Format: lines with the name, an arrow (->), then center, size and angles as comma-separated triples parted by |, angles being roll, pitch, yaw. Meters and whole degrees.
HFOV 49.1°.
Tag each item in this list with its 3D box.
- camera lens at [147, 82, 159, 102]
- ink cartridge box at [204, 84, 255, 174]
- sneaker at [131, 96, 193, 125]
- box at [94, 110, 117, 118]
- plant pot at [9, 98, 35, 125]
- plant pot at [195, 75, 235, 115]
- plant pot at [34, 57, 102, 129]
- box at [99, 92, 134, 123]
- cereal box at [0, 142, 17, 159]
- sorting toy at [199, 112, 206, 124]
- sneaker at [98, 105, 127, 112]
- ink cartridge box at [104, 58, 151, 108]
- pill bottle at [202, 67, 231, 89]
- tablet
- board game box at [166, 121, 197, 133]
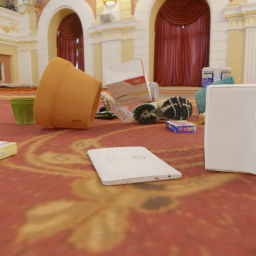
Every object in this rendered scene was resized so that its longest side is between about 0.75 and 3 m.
camera lens -> 1.359, -2.987, 23.224 | 2.102, 1.682, 1.682 | 3, 10, 21
ink cartridge box -> 2.552, -0.104, 6.121 | 1.662, 1.706, 2.654 | 2, 9, 15
sneaker -> 1.424, -0.785, 12.109 | 2.759, 1.071, 1.191 | -5, 6, -13
box -> -0.922, -0.673, 13.555 | 1.176, 0.289, 1.218 | 3, 12, 34
plant pot -> -4.276, -0.684, 11.570 | 1.097, 1.056, 1.097 | 0, 9, 0
plant pot -> 4.241, -1.312, 13.332 | 1.835, 1.953, 1.953 | -12, 4, 24
plant pot -> -2.070, -1.089, 10.366 | 1.837, 2.625, 2.625 | 16, 10, 0
box -> -0.547, -0.872, 11.629 | 0.391, 0.365, 1.889 | -9, 41, -46
cereal box -> -3.591, 0.546, 6.525 | 1.558, 0.308, 1.121 | 3, 10, 14
sorting toy -> 3.416, -0.347, 11.624 | 0.774, 0.460, 0.860 | 13, 13, 25
sneaker -> -0.768, -0.884, 14.499 | 1.525, 0.602, 0.727 | -2, 21, -5
ink cartridge box -> 0.091, -1.533, 10.652 | 1.398, 0.810, 2.401 | -12, -22, 9
pill bottle -> 4.634, -1.940, 14.794 | 1.460, 2.439, 1.460 | 0, 10, 0
tablet -> 0.006, 0.717, 6.021 | 1.492, 0.157, 2.293 | -2, 10, -15
board game box -> 1.920, -0.054, 10.236 | 0.772, 0.257, 1.148 | -2, 10, -10
